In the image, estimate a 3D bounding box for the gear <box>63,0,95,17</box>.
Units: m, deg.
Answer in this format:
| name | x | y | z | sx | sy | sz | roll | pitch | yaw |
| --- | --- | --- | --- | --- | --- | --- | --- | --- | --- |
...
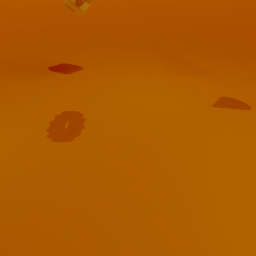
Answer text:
| name | x | y | z | sx | sy | sz | roll | pitch | yaw |
| --- | --- | --- | --- | --- | --- | --- | --- | --- | --- |
| gear | -0.422 | -2.577 | 4.470 | 0.307 | 1.661 | 1.661 | 34 | 15 | -25 |
